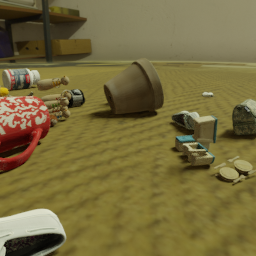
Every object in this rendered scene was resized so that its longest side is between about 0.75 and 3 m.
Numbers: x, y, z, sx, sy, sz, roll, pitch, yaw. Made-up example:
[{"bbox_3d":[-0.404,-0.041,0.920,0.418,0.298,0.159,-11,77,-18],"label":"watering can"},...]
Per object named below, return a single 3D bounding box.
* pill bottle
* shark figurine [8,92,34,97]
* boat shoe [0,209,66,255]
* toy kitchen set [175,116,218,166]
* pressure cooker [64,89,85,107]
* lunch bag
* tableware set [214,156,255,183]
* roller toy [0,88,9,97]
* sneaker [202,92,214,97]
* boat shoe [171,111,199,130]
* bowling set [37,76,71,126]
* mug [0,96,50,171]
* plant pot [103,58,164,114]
[{"bbox_3d":[-7.722,-3.579,20.337,2.347,1.404,1.404,-15,23,-38],"label":"pill bottle"},{"bbox_3d":[-5.180,-0.855,12.457,2.710,1.131,1.619,-4,-17,-43],"label":"shark figurine"},{"bbox_3d":[-1.967,1.850,4.147,2.147,0.773,0.736,-1,14,-38],"label":"boat shoe"},{"bbox_3d":[2.164,0.174,8.226,1.031,1.402,1.750,-4,18,-9],"label":"toy kitchen set"},{"bbox_3d":[-2.799,-1.613,14.900,1.007,0.886,0.899,-13,9,-39],"label":"pressure cooker"},{"bbox_3d":[4.406,-0.437,10.346,0.942,1.134,1.352,-11,8,40],"label":"lunch bag"},{"bbox_3d":[2.771,1.122,7.226,1.049,0.210,0.694,-17,35,-30],"label":"tableware set"},{"bbox_3d":[-7.093,-1.479,13.307,2.226,1.555,2.030,5,18,15],"label":"roller toy"},{"bbox_3d":[4.964,-2.051,17.337,0.790,0.294,0.344,-5,23,-14],"label":"sneaker"},{"bbox_3d":[2.307,-0.303,11.076,0.612,0.703,1.907,-9,15,-9],"label":"boat shoe"},{"bbox_3d":[-2.923,-0.824,11.893,1.315,2.450,1.705,-14,63,-15],"label":"bowling set"},{"bbox_3d":[-3.839,0.178,8.493,1.892,2.517,2.835,-32,-8,34],"label":"mug"},{"bbox_3d":[0.139,-1.723,13.298,2.219,2.558,2.558,-23,23,-13],"label":"plant pot"}]
